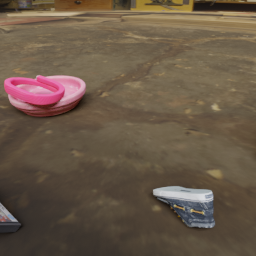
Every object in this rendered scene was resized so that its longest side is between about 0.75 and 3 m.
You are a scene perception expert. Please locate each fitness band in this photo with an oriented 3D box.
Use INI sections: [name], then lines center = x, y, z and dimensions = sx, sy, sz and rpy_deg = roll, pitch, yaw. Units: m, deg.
[fitness band]
center = -2.901, -1.238, 8.768
dimensions = 1.979, 0.370, 1.421
rpy_deg = 21, 29, 24

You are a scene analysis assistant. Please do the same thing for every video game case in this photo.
[video game case]
center = -2.558, 1.153, 4.404
dimensions = 1.337, 1.479, 0.189
rpy_deg = 35, 82, 21

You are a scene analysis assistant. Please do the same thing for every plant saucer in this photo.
[plant saucer]
center = -2.699, -1.090, 9.606
dimensions = 2.537, 0.643, 2.537
rpy_deg = -3, 29, 2

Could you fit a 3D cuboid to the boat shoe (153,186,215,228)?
[boat shoe]
center = 0.969, 1.428, 5.126
dimensions = 0.476, 0.611, 1.346
rpy_deg = -4, -3, -36
